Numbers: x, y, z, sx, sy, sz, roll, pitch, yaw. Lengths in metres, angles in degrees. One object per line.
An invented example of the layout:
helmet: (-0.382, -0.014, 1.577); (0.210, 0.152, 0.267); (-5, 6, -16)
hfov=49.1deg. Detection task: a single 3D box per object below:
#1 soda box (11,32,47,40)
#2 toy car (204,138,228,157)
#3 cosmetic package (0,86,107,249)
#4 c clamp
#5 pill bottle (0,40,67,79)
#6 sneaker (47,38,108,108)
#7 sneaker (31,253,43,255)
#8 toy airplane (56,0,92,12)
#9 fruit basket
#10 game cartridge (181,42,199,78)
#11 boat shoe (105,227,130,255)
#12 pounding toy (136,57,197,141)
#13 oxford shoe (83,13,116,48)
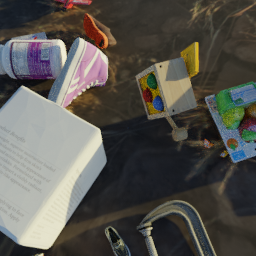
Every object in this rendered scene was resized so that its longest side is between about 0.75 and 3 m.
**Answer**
soda box: (-3.634, -3.161, 10.390); (1.252, 0.397, 0.427); (-14, 64, -7)
toy car: (2.635, 0.633, 8.536); (0.777, 0.381, 0.258); (39, 102, 24)
cosmetic package: (-2.347, 1.066, 7.140); (2.406, 2.408, 2.919); (29, 68, 13)
c clamp: (1.065, 3.384, 7.121); (2.486, 0.394, 2.910); (-11, 64, -6)
pill bottle: (-3.344, -2.305, 9.459); (2.337, 1.312, 1.312); (0, 63, 0)
sneaker: (-1.532, -1.369, 9.182); (0.976, 1.535, 2.693); (32, 95, 54)
sneaker: (-2.573, 3.561, 7.097); (1.037, 0.399, 0.441); (-31, 80, -7)
toy airplane: (-2.276, -5.405, 11.536); (1.918, 0.353, 1.918); (-2, 61, 4)
fruit basket: (3.707, -0.276, 8.611); (2.051, 1.038, 2.214); (-16, 68, -8)
game cartridge: (1.654, -1.766, 7.542); (0.137, 0.744, 0.845); (2, 83, -19)
boat shoe: (-0.298, 3.028, 7.321); (0.355, 0.349, 0.985); (-35, 69, -16)
pounding toy: (1.002, -0.610, 8.132); (1.021, 1.960, 2.231); (-18, 93, -19)
oxford shoe: (-1.115, -3.674, 10.625); (0.665, 0.652, 1.833); (-16, 62, -35)
